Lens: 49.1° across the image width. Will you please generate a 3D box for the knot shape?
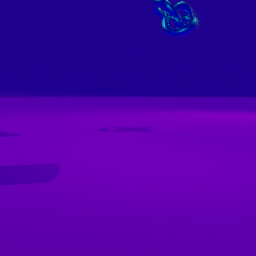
[{"bbox_3d":[1.369,-2.953,7.545,1.324,0.654,1.415,-16,60,-43],"label":"knot shape"}]
